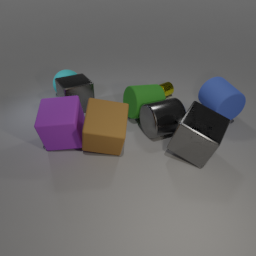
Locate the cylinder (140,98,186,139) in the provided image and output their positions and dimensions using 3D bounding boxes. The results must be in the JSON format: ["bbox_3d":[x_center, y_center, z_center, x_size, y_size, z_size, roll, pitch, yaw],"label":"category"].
[{"bbox_3d":[1.377,-0.400,11.131,1.400,1.400,1.400,-14,34,-21],"label":"cylinder"}]

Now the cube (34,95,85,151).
[{"bbox_3d":[-2.409,-0.170,10.248,1.400,1.400,1.400,-5,49,3],"label":"cube"}]

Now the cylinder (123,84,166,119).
[{"bbox_3d":[0.692,-1.166,12.179,1.400,1.400,1.400,-8,32,-25],"label":"cylinder"}]

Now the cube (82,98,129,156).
[{"bbox_3d":[-0.810,-0.019,9.845,1.400,1.400,1.400,8,59,-5],"label":"cube"}]

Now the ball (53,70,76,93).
[{"bbox_3d":[-3.075,-2.238,14.162,1.400,1.400,1.400,0,31,0],"label":"ball"}]

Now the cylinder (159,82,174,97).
[{"bbox_3d":[1.872,-1.954,14.367,0.700,0.700,0.700,-24,39,-33],"label":"cylinder"}]

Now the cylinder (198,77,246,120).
[{"bbox_3d":[3.891,-1.210,11.704,1.400,1.400,1.400,-11,41,-17],"label":"cylinder"}]

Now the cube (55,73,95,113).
[{"bbox_3d":[-2.456,-1.570,13.055,1.400,1.400,1.400,-16,35,-24],"label":"cube"}]

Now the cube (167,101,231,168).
[{"bbox_3d":[2.396,0.219,9.583,1.400,1.400,1.400,31,49,11],"label":"cube"}]
